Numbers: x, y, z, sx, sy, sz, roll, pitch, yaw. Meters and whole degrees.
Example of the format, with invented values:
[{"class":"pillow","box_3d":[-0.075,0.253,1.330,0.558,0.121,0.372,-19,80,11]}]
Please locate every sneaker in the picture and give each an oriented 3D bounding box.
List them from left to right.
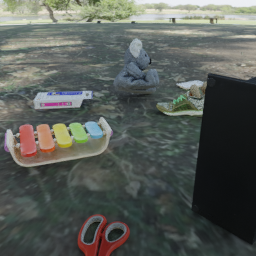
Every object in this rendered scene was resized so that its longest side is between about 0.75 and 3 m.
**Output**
[{"class":"sneaker","box_3d":[1.746,-0.828,8.874,1.713,0.759,0.659,2,25,5]}]

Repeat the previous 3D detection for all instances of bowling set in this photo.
[{"class":"bowling set","box_3d":[2.636,-1.115,9.772,1.424,0.764,0.991,-15,-9,-20]}]

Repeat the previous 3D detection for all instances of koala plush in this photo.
[{"class":"koala plush","box_3d":[0.268,-2.247,10.256,1.607,1.749,1.551,0,-5,-2]}]

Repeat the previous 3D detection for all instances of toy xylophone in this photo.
[{"class":"toy xylophone","box_3d":[-1.689,0.221,6.779,2.449,0.615,1.793,-12,27,-25]}]

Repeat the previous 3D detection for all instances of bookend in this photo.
[{"class":"bookend","box_3d":[2.315,0.161,4.762,2.419,2.435,1.121,-23,33,-39]}]

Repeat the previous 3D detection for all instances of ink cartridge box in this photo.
[{"class":"ink cartridge box","box_3d":[-2.206,-0.999,9.747,1.955,0.363,0.926,-5,25,-5]}]

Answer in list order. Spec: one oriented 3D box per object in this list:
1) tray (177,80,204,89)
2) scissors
[{"class":"tray","box_3d":[2.680,-1.789,11.709,1.186,0.131,0.637,-13,27,-26]},{"class":"scissors","box_3d":[-0.513,1.923,3.728,0.757,0.144,2.069,7,27,10]}]
